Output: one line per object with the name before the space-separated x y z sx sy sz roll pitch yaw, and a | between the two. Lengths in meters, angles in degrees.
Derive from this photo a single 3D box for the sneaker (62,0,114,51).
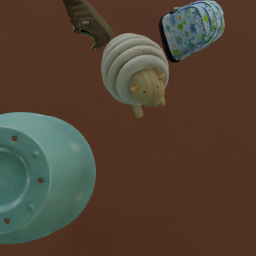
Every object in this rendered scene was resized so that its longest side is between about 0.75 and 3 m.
sneaker | -1.179 -2.702 6.753 0.700 0.653 1.853 -44 89 0

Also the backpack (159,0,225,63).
backpack | 1.359 -2.133 6.039 1.399 1.076 1.141 -10 97 34

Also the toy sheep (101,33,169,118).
toy sheep | 0.113 -1.088 5.302 1.382 1.382 2.005 -24 47 -9

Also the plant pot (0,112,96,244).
plant pot | -1.885 0.828 4.910 2.465 1.978 2.465 0 83 -1
